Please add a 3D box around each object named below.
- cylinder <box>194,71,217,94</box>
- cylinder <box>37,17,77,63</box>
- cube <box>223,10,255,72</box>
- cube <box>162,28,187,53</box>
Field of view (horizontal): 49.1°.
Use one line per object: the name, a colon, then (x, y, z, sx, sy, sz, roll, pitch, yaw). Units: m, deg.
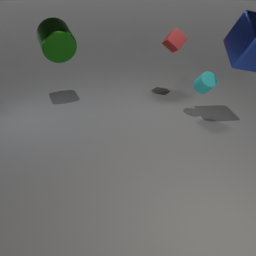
cylinder: (3.127, -1.822, 11.339, 0.700, 0.700, 0.700, -11, -14, -20)
cylinder: (-2.985, -3.663, 11.691, 1.400, 1.400, 1.400, -11, 45, -20)
cube: (4.398, -2.937, 9.673, 1.400, 1.400, 1.400, 5, 58, -15)
cube: (2.091, -3.927, 12.606, 0.700, 0.700, 0.700, 37, -5, -15)
